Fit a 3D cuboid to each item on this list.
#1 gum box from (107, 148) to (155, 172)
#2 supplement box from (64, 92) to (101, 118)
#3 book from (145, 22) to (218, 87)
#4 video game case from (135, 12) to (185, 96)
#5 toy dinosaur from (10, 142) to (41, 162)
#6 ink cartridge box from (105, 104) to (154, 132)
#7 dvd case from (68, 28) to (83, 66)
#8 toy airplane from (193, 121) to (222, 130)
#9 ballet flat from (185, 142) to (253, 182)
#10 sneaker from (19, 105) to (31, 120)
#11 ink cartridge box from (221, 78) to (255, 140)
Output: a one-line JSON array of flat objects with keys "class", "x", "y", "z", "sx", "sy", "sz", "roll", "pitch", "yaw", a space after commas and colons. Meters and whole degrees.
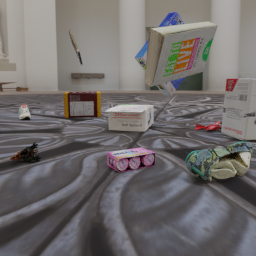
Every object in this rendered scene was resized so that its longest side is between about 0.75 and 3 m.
[{"class": "gum box", "x": 0.048, "y": 0.701, "z": 6.257, "sx": 0.984, "sy": 0.325, "sz": 0.558, "roll": -6, "pitch": 11, "yaw": -30}, {"class": "supplement box", "x": -2.425, "y": -1.306, "z": 15.114, "sx": 1.879, "sy": 1.247, "sz": 1.853, "roll": -1, "pitch": 10, "yaw": -7}, {"class": "book", "x": 1.892, "y": -2.685, "z": 10.069, "sx": 2.859, "sy": 1.910, "sz": 0.687, "roll": -22, "pitch": 46, "yaw": -34}, {"class": "video game case", "x": 1.805, "y": -3.085, "z": 11.883, "sx": 0.588, "sy": 2.587, "sz": 2.345, "roll": 21, "pitch": -18, "yaw": 52}, {"class": "toy dinosaur", "x": -2.432, "y": 0.658, "z": 6.685, "sx": 0.599, "sy": 0.451, "sz": 0.882, "roll": -11, "pitch": 24, "yaw": 23}, {"class": "ink cartridge box", "x": 0.118, "y": -0.410, "z": 11.099, "sx": 1.477, "sy": 0.849, "sz": 2.523, "roll": 2, "pitch": 10, "yaw": 14}, {"class": "dvd case", "x": -2.387, "y": -3.662, "z": 12.725, "sx": 0.110, "sy": 1.374, "sz": 1.022, "roll": -21, "pitch": -20, "yaw": -9}, {"class": "toy airplane", "x": 3.097, "y": -0.037, "z": 10.807, "sx": 1.223, "sy": 0.225, "sz": 1.223, "roll": -4, "pitch": 15, "yaw": 1}, {"class": "ballet flat", "x": 2.030, "y": 0.727, "z": 5.670, "sx": 1.925, "sy": 0.715, "sz": 0.715, "roll": -8, "pitch": 13, "yaw": -30}, {"class": "sneaker", "x": -5.154, "y": -0.796, "z": 13.853, "sx": 0.508, "sy": 0.674, "sz": 1.442, "roll": -5, "pitch": 10, "yaw": -27}, {"class": "ink cartridge box", "x": 3.922, "y": -0.656, "z": 9.398, "sx": 0.816, "sy": 1.948, "sz": 1.406, "roll": 1, "pitch": 9, "yaw": -14}]
